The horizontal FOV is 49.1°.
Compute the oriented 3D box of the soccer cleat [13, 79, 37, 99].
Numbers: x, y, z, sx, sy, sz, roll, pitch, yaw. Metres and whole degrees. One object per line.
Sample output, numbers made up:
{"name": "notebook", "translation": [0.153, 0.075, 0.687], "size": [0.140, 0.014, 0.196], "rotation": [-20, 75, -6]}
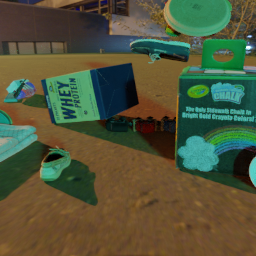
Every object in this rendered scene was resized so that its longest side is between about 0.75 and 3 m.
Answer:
{"name": "soccer cleat", "translation": [-4.756, -1.724, 13.103], "size": [0.760, 0.708, 2.076], "rotation": [37, 12, -20]}

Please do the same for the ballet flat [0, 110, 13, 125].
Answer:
{"name": "ballet flat", "translation": [-4.251, -0.280, 8.664], "size": [2.167, 0.744, 0.683], "rotation": [9, 4, 21]}

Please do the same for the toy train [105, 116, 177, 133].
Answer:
{"name": "toy train", "translation": [0.560, -0.097, 8.461], "size": [2.534, 0.432, 0.580], "rotation": [-1, 21, 1]}

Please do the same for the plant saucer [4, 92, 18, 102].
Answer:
{"name": "plant saucer", "translation": [-5.425, -1.465, 13.151], "size": [0.581, 0.158, 1.663], "rotation": [-5, 20, -14]}

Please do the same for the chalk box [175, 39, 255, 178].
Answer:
{"name": "chalk box", "translation": [2.001, -0.552, 6.187], "size": [1.682, 2.695, 1.670], "rotation": [5, 19, 16]}

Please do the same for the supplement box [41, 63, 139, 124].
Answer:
{"name": "supplement box", "translation": [-1.203, -1.196, 9.448], "size": [2.240, 1.505, 2.242], "rotation": [-3, 14, 31]}

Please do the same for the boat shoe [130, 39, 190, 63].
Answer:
{"name": "boat shoe", "translation": [0.875, -2.127, 7.885], "size": [1.697, 0.525, 0.635], "rotation": [7, -3, 6]}

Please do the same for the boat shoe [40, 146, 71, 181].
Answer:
{"name": "boat shoe", "translation": [-1.554, 0.685, 6.094], "size": [0.483, 0.413, 1.317], "rotation": [0, 18, 0]}

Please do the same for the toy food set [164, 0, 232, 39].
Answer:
{"name": "toy food set", "translation": [2.521, -4.274, 10.409], "size": [2.486, 0.611, 2.511], "rotation": [14, 64, 10]}

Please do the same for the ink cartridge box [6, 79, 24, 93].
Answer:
{"name": "ink cartridge box", "translation": [-5.606, -2.103, 14.181], "size": [0.671, 0.389, 0.909], "rotation": [-38, 6, 19]}

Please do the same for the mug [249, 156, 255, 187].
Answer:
{"name": "mug", "translation": [2.878, 0.870, 5.295], "size": [0.831, 1.037, 0.852], "rotation": [-27, -11, 37]}

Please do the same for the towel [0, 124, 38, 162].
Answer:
{"name": "towel", "translation": [-4.156, 0.413, 6.888], "size": [2.837, 0.457, 2.710], "rotation": [5, 19, 17]}
